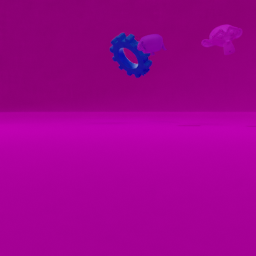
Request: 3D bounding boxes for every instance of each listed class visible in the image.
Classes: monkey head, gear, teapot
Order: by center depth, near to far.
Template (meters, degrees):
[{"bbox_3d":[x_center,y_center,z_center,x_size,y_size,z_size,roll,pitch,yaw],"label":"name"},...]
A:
[{"bbox_3d":[2.994,-2.714,8.684,1.297,0.933,0.781,-16,6,9],"label":"monkey head"},{"bbox_3d":[0.803,-2.700,9.186,1.267,0.620,0.788,-16,8,-35],"label":"teapot"},{"bbox_3d":[0.110,-3.227,12.595,2.083,2.083,0.385,4,46,51],"label":"gear"}]
